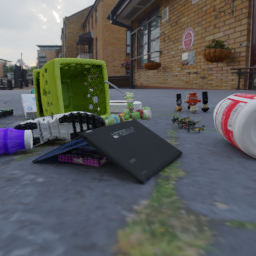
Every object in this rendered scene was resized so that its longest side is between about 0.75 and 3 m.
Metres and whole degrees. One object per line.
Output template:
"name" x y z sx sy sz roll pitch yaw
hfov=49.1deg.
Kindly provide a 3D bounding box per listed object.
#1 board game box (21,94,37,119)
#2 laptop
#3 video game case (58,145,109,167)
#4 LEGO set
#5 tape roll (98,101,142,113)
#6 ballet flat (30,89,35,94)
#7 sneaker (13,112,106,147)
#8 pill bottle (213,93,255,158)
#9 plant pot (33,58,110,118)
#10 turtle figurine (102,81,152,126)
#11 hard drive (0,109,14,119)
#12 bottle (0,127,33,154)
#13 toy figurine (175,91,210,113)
"board game box" -4.250 -1.158 14.305 2.061 0.449 2.072 -4 32 -25
"laptop" -0.415 0.690 6.784 2.537 1.470 2.375 35 24 19
"video game case" -0.939 0.649 6.764 1.088 0.195 0.986 4 11 23
"LEGO set" 2.261 -0.113 10.753 1.177 0.514 1.812 -1 23 8
"tape roll" -0.539 -1.318 16.944 2.752 0.503 2.752 1 10 0
"ballet flat" -4.904 -1.243 15.304 0.829 0.767 2.351 0 40 -21
"sneaker" -2.019 -0.040 8.395 2.673 0.888 1.209 -8 11 -10
"pill bottle" 3.291 -0.184 7.722 1.499 1.499 2.671 0 10 1
"plant pot" -2.587 -1.495 12.271 2.421 2.668 2.655 -1 7 43
"turtle figurine" -0.214 -0.647 9.811 2.074 1.493 2.011 33 16 31
"hard drive" -6.656 -0.686 13.876 1.245 0.337 1.782 0 11 2
"bottle" -3.530 0.345 7.082 2.092 0.683 0.874 -3 9 -14
"toy figurine" 3.712 -1.464 16.239 1.700 1.183 1.674 -11 9 -40
